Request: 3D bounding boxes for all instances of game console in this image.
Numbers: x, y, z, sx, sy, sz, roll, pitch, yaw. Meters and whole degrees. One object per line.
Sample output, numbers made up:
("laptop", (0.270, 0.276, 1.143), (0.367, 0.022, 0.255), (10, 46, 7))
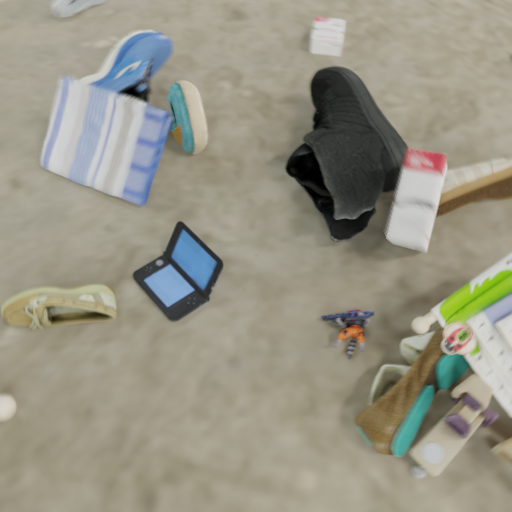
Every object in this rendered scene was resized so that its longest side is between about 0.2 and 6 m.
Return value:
("game console", (-1.184, 0.216, 8.315), (0.986, 0.684, 1.155), (-33, 57, -25))

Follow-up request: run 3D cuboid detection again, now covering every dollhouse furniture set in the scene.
("dollhouse furniture set", (2.651, 2.443, 6.332), (1.189, 1.328, 1.675), (-43, 64, -12))

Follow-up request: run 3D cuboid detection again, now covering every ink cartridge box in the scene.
("ink cartridge box", (1.620, -4.969, 12.702), (0.680, 0.396, 0.940), (8, 51, 6))
("ink cartridge box", (2.452, -0.812, 8.523), (0.576, 1.020, 1.389), (14, 90, 19))

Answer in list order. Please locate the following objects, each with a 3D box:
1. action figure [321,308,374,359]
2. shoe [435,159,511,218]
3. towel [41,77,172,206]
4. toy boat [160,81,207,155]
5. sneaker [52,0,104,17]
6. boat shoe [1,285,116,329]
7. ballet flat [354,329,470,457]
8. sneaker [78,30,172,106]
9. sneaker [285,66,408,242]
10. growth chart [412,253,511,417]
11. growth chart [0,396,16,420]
("action figure", (1.294, 1.046, 7.933), (0.785, 0.411, 0.760), (-3, 38, 32))
("shoe", (3.870, -1.330, 9.440), (2.471, 0.864, 0.660), (-17, 61, -10))
("towel", (-2.652, -1.984, 9.633), (2.300, 1.689, 0.274), (22, 10, 19))
("toy boat", (-1.414, -2.561, 10.414), (0.740, 1.338, 1.591), (-17, 22, -13))
("sneaker", (-4.325, -6.347, 13.701), (0.611, 0.630, 1.726), (1, 35, 32))
("boat shoe", (-2.791, 0.787, 7.943), (1.569, 0.572, 0.494), (-5, 46, -13))
("ballet flat", (2.079, 1.561, 7.291), (0.834, 0.782, 2.306), (24, 57, 40))
("sneaker", (-2.442, -3.328, 11.033), (1.258, 1.108, 2.821), (26, 64, 16))
("sneaker", (1.312, -1.964, 9.781), (1.972, 1.136, 3.781), (-16, 56, -18))
("growth chart", (3.749, 1.256, 6.613), (2.259, 0.277, 3.122), (-43, 78, 6))
("growth chart", (-4.905, 2.915, 6.338), (3.229, 0.396, 4.461), (20, 54, 14))
